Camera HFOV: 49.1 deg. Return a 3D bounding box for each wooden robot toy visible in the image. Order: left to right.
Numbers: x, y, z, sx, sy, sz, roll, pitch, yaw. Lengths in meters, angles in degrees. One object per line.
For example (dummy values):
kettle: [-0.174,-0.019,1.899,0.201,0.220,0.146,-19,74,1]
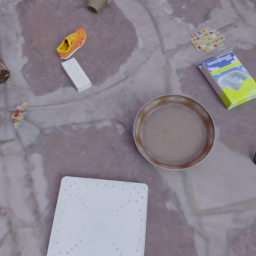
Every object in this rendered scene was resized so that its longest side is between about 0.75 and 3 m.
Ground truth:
wooden robot toy: [-4.213,-0.521,10.579,0.515,0.500,1.135,6,64,15]

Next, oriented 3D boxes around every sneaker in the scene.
sneaker: [-2.346,-3.672,11.918,0.634,0.670,1.736,25,66,12]

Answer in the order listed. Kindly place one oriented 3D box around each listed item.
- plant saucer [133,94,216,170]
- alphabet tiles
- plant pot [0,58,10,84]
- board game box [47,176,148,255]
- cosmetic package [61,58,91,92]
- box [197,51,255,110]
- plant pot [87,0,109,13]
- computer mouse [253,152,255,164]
plant saucer: [1.600,0.139,9.859,2.826,0.453,2.826,-1,69,3]
alphabet tiles: [3.501,-3.902,12.356,1.423,0.045,1.184,-25,68,-11]
plant pot: [-5.412,-2.384,11.103,1.194,1.194,1.182,-38,78,-16]
board game box: [-0.898,3.116,8.905,2.895,0.375,2.896,5,66,2]
cosmetic package: [-2.090,-2.148,11.361,0.594,0.365,1.440,-29,68,-13]
box: [4.006,-2.031,11.210,1.442,0.564,2.365,-23,68,-11]
plant pot: [-1.445,-5.796,12.825,0.981,0.981,0.855,23,84,10]
computer mouse: [5.283,0.567,10.168,2.160,0.368,0.633,-40,79,-11]
